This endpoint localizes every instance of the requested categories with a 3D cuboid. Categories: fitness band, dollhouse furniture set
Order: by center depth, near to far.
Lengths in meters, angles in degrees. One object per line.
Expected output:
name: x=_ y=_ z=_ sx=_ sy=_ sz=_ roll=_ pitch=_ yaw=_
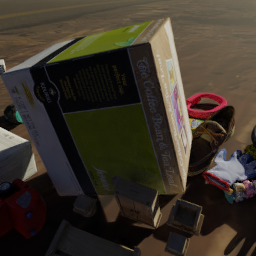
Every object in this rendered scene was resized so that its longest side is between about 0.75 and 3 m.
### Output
dollhouse furniture set: x=-0.104 y=2.096 z=4.261 sx=1.940 sy=1.110 sz=2.274 roll=15 pitch=59 yaw=19
fitness band: x=2.535 y=-0.739 z=9.182 sx=1.116 sy=0.291 sz=1.554 roll=29 pitch=42 yaw=36

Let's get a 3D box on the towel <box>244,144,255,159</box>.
towel: x=4.349 y=0.379 z=7.270 sx=2.716 sy=0.245 sz=1.169 roll=-18 pitch=34 yaw=-28

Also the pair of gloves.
pair of gloves: x=2.771 y=1.152 z=5.771 sx=2.322 sy=0.265 sz=1.867 roll=31 pitch=34 yaw=33

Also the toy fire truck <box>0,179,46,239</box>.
toy fire truck: x=-2.157 y=2.009 z=4.011 sx=2.029 sy=0.701 sz=2.878 roll=22 pitch=36 yaw=31

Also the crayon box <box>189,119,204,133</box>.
crayon box: x=1.778 y=-0.026 z=7.961 sx=0.937 sy=0.242 sz=0.589 roll=8 pitch=31 yaw=15

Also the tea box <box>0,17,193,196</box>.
tea box: x=-0.327 y=-0.298 z=5.354 sx=2.663 sy=2.707 sz=1.809 roll=-5 pitch=30 yaw=21

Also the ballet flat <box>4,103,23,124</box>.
ballet flat: x=-2.943 y=-0.892 z=8.956 sx=0.801 sy=0.796 sz=2.342 roll=10 pitch=30 yaw=33

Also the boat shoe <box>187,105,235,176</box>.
boat shoe: x=1.929 y=0.183 z=6.749 sx=0.883 sy=0.881 sz=2.447 roll=35 pitch=50 yaw=29

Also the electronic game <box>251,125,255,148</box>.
electronic game: x=4.311 y=0.469 z=6.508 sx=2.726 sy=0.567 sz=2.726 roll=3 pitch=31 yaw=-2

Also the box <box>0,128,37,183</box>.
box: x=-2.953 y=0.724 z=6.064 sx=1.305 sy=0.857 sz=1.312 roll=20 pitch=36 yaw=30

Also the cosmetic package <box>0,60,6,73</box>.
cosmetic package: x=-6.259 y=-2.566 z=12.114 sx=1.734 sy=0.439 sz=0.716 roll=-11 pitch=32 yaw=-19

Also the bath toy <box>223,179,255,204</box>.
bath toy: x=2.368 y=1.226 z=5.667 sx=0.886 sy=0.385 sz=0.327 roll=-9 pitch=45 yaw=-19
